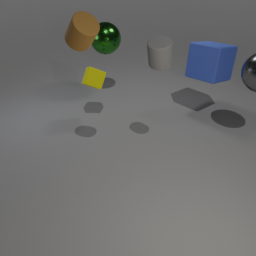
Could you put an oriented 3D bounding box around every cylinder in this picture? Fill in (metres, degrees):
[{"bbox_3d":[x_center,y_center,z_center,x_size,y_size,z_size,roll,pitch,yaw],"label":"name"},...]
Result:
[{"bbox_3d":[-1.147,-2.387,6.961,0.700,0.700,0.700,12,64,-25],"label":"cylinder"},{"bbox_3d":[0.905,-2.103,7.876,0.700,0.700,0.700,-4,47,5],"label":"cylinder"}]

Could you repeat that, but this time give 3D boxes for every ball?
[{"bbox_3d":[-1.013,-4.036,12.612,1.400,1.400,1.400,0,33,0],"label":"ball"},{"bbox_3d":[4.611,-1.894,9.563,1.400,1.400,1.400,0,33,0],"label":"ball"}]

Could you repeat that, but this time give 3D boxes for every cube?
[{"bbox_3d":[-1.359,-1.982,11.136,0.700,0.700,0.700,17,4,-20],"label":"cube"},{"bbox_3d":[3.393,-2.722,11.471,1.400,1.400,1.400,-18,33,-41],"label":"cube"}]
